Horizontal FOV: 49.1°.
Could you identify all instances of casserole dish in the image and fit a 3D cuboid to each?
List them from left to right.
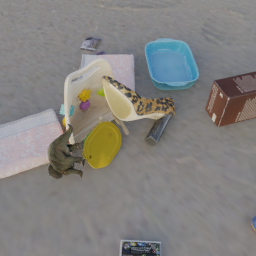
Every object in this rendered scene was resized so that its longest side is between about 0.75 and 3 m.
[{"bbox_3d":[1.461,-2.189,9.782,1.649,0.528,2.722,-3,50,-3],"label":"casserole dish"}]

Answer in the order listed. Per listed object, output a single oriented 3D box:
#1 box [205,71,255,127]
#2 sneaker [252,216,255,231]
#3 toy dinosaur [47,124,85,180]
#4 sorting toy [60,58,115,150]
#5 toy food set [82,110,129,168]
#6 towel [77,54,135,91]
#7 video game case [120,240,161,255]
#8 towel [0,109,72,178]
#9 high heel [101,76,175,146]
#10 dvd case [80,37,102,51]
[{"bbox_3d":[3.629,-0.937,8.261,2.390,1.197,0.896,-14,50,-13],"label":"box"},{"bbox_3d":[3.532,2.129,5.915,1.637,0.722,0.616,13,52,13],"label":"sneaker"},{"bbox_3d":[-1.487,0.687,6.458,0.935,1.827,0.703,3,49,-2],"label":"toy dinosaur"},{"bbox_3d":[-1.055,-0.852,7.659,2.182,1.964,1.166,-36,59,-28],"label":"sorting toy"},{"bbox_3d":[-0.706,0.348,7.535,0.528,0.951,1.616,-9,37,49],"label":"toy food set"},{"bbox_3d":[-0.738,-1.883,9.649,1.943,0.328,2.035,1,50,0],"label":"towel"},{"bbox_3d":[0.254,2.743,5.793,0.866,0.101,0.787,2,50,3],"label":"video game case"},{"bbox_3d":[-2.704,0.348,7.730,1.888,0.304,1.803,-19,52,-15],"label":"towel"},{"bbox_3d":[0.356,-0.874,7.739,0.854,2.391,1.705,-16,34,47],"label":"high heel"},{"bbox_3d":[-1.472,-3.325,11.063,0.622,0.067,0.837,12,51,10],"label":"dvd case"}]
